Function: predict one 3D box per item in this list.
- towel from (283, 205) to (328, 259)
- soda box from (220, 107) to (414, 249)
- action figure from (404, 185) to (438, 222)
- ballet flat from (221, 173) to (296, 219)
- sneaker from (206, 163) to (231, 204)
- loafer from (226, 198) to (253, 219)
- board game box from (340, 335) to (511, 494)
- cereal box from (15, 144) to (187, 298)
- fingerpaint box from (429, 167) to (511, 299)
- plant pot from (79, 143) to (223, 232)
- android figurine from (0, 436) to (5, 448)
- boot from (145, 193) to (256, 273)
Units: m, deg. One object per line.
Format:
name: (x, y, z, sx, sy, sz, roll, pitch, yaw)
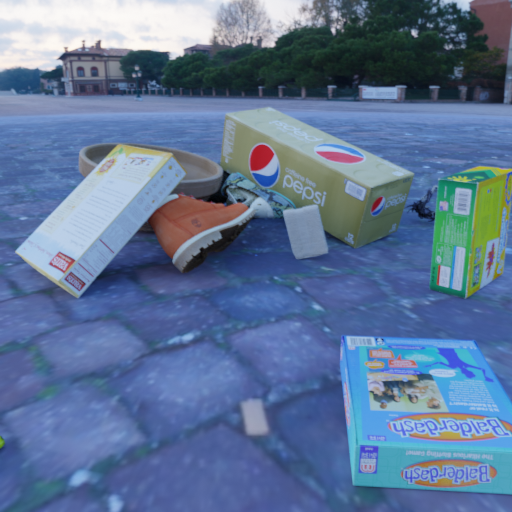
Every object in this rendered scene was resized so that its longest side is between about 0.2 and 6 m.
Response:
towel: (1.002, -0.471, 11.221, 0.719, 1.085, 0.187, -10, 22, 12)
soda box: (1.240, -2.075, 13.533, 1.624, 1.535, 4.794, -20, 42, -38)
action figure: (4.446, -1.217, 13.772, 1.479, 0.755, 0.879, 15, -19, 37)
ballet flat: (-0.026, -1.230, 12.771, 0.776, 0.776, 2.092, -16, 35, -40)
sneaker: (-1.951, -1.861, 15.392, 3.163, 1.209, 1.812, 6, 21, 25)
loafer: (0.286, -1.670, 15.082, 1.070, 0.949, 2.815, 15, 25, 34)
board game box: (1.817, 1.598, 6.103, 1.683, 0.498, 2.213, 2, 19, 5)
cereal box: (-2.916, -0.786, 10.459, 2.167, 0.595, 3.012, 21, 67, 47)
fingerpaint box: (3.815, -0.474, 9.901, 0.733, 2.000, 1.668, 16, 25, 41)
plant pot: (-2.557, -1.590, 13.537, 3.376, 1.558, 3.376, 9, 22, -4)
android figurine: (-2.918, 2.002, 5.443, 0.788, 0.178, 0.866, 8, 19, 22)
boot: (-1.076, -0.794, 11.399, 1.523, 1.066, 2.840, 45, 30, 9)
